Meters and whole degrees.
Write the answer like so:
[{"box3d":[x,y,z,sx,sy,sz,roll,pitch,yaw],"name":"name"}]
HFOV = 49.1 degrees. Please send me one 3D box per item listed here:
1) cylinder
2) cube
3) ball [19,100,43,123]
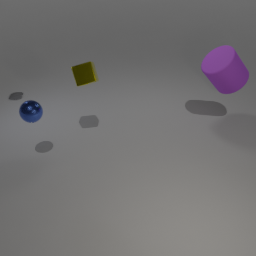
[{"box3d":[3.882,-2.308,11.204,1.400,1.400,1.400,-29,41,29],"name":"cylinder"},{"box3d":[-1.469,-1.862,9.691,0.700,0.700,0.700,-15,11,4],"name":"cube"},{"box3d":[-2.987,-0.506,8.639,0.700,0.700,0.700,0,31,0],"name":"ball"}]
